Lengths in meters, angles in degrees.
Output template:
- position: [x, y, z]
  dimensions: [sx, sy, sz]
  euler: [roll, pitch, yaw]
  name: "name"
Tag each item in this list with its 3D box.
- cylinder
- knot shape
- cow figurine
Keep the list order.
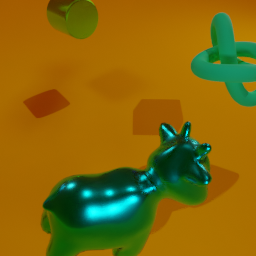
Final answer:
- position: [-1.349, -2.724, 6.807]
  dimensions: [0.924, 0.924, 0.924]
  euler: [-32, 46, -29]
  name: "cylinder"
- position: [1.649, -1.135, 4.440]
  dimensions: [1.579, 0.730, 1.478]
  euler: [5, 57, -33]
  name: "knot shape"
- position: [0.002, 0.641, 2.831]
  dimensions: [1.636, 1.609, 0.898]
  euler: [7, 33, -30]
  name: "cow figurine"
